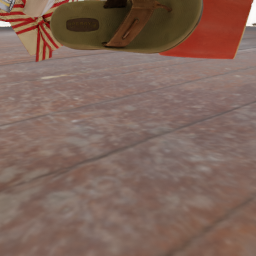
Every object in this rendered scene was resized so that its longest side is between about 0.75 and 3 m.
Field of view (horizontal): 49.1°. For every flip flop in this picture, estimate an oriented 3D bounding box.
[{"bbox_3d":[-0.107,-1.688,4.282,2.440,0.989,0.702,2,2,11],"label":"flip flop"}]

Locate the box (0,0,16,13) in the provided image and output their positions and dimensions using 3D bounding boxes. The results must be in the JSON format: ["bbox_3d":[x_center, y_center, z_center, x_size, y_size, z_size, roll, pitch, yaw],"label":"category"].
[{"bbox_3d":[-2.108,-1.953,3.635,1.052,0.254,0.833,29,10,-9],"label":"box"}]

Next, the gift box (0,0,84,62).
[{"bbox_3d":[-2.386,-3.258,7.889,2.171,2.003,2.027,-18,42,15],"label":"gift box"}]

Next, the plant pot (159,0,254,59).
[{"bbox_3d":[2.305,-3.186,8.282,2.251,2.544,2.544,18,29,15],"label":"plant pot"}]

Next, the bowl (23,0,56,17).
[{"bbox_3d":[-1.869,-2.971,6.316,0.361,0.968,0.967,37,48,-16],"label":"bowl"}]
